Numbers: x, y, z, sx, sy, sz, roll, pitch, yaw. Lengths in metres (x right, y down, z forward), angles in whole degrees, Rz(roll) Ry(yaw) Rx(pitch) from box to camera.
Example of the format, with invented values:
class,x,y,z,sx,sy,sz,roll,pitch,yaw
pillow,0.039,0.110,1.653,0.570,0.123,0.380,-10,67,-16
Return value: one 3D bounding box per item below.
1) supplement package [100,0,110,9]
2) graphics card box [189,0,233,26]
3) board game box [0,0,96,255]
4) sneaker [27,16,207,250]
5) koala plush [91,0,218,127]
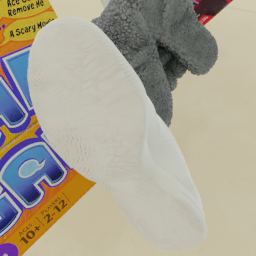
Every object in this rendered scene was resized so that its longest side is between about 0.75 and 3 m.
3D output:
class,x,y,z,sx,sy,sz,roll,pitch,yaw
supplement package,0.262,-3.256,6.494,1.398,2.392,1.403,-6,30,44
graphics card box,1.753,-4.608,8.714,2.988,1.875,0.760,38,80,-8
board game box,-1.569,-0.061,3.059,1.932,1.931,1.930,-43,34,-23
sneaker,0.014,0.042,2.155,0.715,1.901,0.841,-19,27,23
koala plush,-0.067,-1.445,4.958,2.050,2.124,2.311,-51,41,-8
